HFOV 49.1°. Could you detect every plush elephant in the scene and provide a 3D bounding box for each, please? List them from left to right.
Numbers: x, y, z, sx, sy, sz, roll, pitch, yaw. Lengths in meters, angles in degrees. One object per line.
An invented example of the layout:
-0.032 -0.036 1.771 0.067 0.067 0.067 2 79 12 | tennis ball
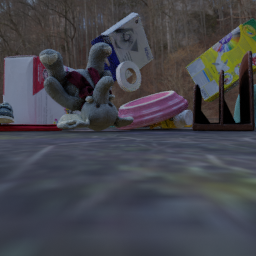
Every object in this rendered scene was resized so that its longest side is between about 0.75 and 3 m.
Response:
-0.838 -0.688 6.335 1.823 2.213 1.714 -13 32 -40 | plush elephant

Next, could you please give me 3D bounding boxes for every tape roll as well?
0.040 -1.952 10.603 1.171 1.171 0.214 -1 -3 -45 | tape roll

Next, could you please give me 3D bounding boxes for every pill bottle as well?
1.753 -0.367 10.564 0.756 0.756 1.359 -1 0 -43 | pill bottle

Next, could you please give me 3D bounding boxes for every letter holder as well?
2.627 -0.946 7.883 1.412 1.996 2.808 0 1 17 | letter holder

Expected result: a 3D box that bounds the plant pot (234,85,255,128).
5.441 -0.863 11.430 2.159 1.733 2.159 1 1 0 | plant pot

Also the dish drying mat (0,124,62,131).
-2.603 -0.021 6.814 1.952 0.178 0.750 0 0 -12 | dish drying mat

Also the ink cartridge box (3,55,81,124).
-2.500 -0.979 8.833 1.180 2.033 2.755 0 1 21 | ink cartridge box

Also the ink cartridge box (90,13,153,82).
-0.147 -3.062 11.107 2.131 2.126 0.433 -39 43 -12 | ink cartridge box

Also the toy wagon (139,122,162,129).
0.994 -0.479 9.821 1.623 0.414 2.092 -21 11 14 | toy wagon

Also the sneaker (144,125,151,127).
0.509 -0.265 13.058 0.767 0.652 1.752 -14 -1 -39 | sneaker

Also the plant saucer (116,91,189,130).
0.625 -0.592 8.331 2.261 0.573 2.261 -18 11 4 | plant saucer

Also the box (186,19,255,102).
3.776 -2.443 10.384 2.907 1.706 0.703 -36 -20 35 | box

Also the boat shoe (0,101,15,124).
-3.008 -0.368 6.584 0.613 0.520 1.684 1 -1 -25 | boat shoe

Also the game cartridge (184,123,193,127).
2.701 -0.201 14.559 1.944 0.315 1.714 -1 0 31 | game cartridge
